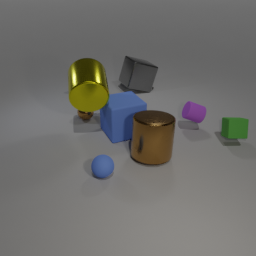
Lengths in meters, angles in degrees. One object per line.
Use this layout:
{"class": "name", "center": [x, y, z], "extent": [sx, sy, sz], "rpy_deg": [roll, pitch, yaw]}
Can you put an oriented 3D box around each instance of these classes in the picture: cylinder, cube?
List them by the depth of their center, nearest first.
{"class": "cylinder", "center": [0.821, 0.277, 9.311], "extent": [1.400, 1.400, 1.400], "rpy_deg": [2, 22, -1]}
{"class": "cylinder", "center": [-1.428, -1.535, 10.031], "extent": [1.400, 1.400, 1.400], "rpy_deg": [-5, 49, -9]}
{"class": "cube", "center": [3.852, -0.010, 10.131], "extent": [0.700, 0.700, 0.700], "rpy_deg": [1, 7, -2]}
{"class": "cube", "center": [-0.211, -0.458, 10.809], "extent": [1.400, 1.400, 1.400], "rpy_deg": [-12, 31, -21]}
{"class": "cylinder", "center": [2.580, -0.617, 10.965], "extent": [0.700, 0.700, 0.700], "rpy_deg": [18, 25, -14]}
{"class": "cube", "center": [0.525, -2.873, 14.904], "extent": [1.400, 1.400, 1.400], "rpy_deg": [6, 24, -27]}

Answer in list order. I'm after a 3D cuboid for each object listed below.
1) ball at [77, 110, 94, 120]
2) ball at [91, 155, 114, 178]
{"class": "ball", "center": [-1.812, -0.686, 11.966], "extent": [0.700, 0.700, 0.700], "rpy_deg": [0, 29, 0]}
{"class": "ball", "center": [-0.767, 1.158, 8.515], "extent": [0.700, 0.700, 0.700], "rpy_deg": [0, 29, 0]}
